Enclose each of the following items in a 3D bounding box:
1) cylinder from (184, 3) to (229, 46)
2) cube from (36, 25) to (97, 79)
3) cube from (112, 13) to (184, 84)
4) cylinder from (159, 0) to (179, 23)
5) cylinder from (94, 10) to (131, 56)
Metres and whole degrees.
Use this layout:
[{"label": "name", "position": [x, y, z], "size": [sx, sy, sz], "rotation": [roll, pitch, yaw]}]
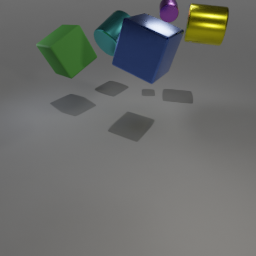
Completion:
[{"label": "cylinder", "position": [2.959, -3.939, 10.696], "size": [1.400, 1.400, 1.400], "rotation": [9, 32, 7]}, {"label": "cube", "position": [-2.325, -2.939, 10.678], "size": [1.400, 1.400, 1.400], "rotation": [-45, 39, -18]}, {"label": "cube", "position": [0.586, -2.367, 8.230], "size": [1.400, 1.400, 1.400], "rotation": [29, 36, 14]}, {"label": "cylinder", "position": [1.539, -4.460, 10.572], "size": [0.700, 0.700, 0.700], "rotation": [2, 44, 3]}, {"label": "cylinder", "position": [-0.527, -4.085, 12.135], "size": [1.400, 1.400, 1.400], "rotation": [26, 66, 35]}]
